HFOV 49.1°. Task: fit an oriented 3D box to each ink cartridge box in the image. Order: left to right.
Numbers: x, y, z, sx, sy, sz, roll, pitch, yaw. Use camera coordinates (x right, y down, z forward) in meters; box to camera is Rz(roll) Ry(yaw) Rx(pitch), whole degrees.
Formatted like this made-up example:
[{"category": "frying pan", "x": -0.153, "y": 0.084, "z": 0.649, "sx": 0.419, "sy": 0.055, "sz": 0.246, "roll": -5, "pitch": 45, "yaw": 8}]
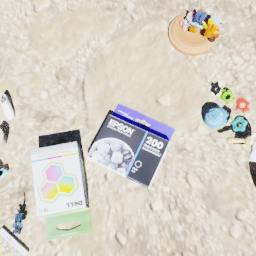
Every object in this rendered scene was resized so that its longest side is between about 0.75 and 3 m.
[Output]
[{"category": "ink cartridge box", "x": -2.025, "y": 1.910, "z": 8.548, "sx": 1.437, "sy": 0.821, "sz": 2.767, "roll": -10, "pitch": 74, "yaw": -3}, {"category": "ink cartridge box", "x": 0.154, "y": 0.479, "z": 9.157, "sx": 2.225, "sy": 0.487, "sz": 2.246, "roll": 24, "pitch": 74, "yaw": 8}]

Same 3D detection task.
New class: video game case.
[{"category": "video game case", "x": -3.773, "y": 3.830, "z": 8.334, "sx": 1.118, "sy": 0.141, "sz": 1.229, "roll": 37, "pitch": 77, "yaw": 10}]

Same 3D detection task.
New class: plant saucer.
[{"category": "plant saucer", "x": 2.420, "y": -3.554, "z": 10.448, "sx": 1.812, "sy": 0.292, "sz": 1.812, "roll": 0, "pitch": 74, "yaw": 0}]

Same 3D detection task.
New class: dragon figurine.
[{"category": "dragon figurine", "x": -3.286, "y": 2.811, "z": 8.363, "sx": 0.285, "sy": 0.969, "sz": 0.482, "roll": 5, "pitch": 43, "yaw": -18}]

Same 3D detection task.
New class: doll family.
[{"category": "doll family", "x": 2.652, "y": -3.708, "z": 9.976, "sx": 1.626, "sy": 0.733, "sz": 1.009, "roll": 25, "pitch": 73, "yaw": 8}]

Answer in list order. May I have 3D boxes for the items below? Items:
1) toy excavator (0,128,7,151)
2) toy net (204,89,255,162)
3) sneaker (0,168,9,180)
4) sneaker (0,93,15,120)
[{"category": "toy excavator", "x": -5.833, "y": 0.262, "z": 8.856, "sx": 2.907, "sy": 1.452, "sz": 2.827, "roll": -40, "pitch": 78, "yaw": -20}, {"category": "toy net", "x": 3.631, "y": 0.012, "z": 8.727, "sx": 1.393, "sy": 0.513, "sz": 2.656, "roll": -49, "pitch": 62, "yaw": 11}, {"category": "sneaker", "x": -4.193, "y": 1.566, "z": 8.903, "sx": 0.304, "sy": 0.337, "sz": 0.822, "roll": 38, "pitch": 77, "yaw": 12}, {"category": "sneaker", "x": -4.151, "y": -0.731, "z": 9.562, "sx": 0.368, "sy": 0.387, "sz": 0.962, "roll": -23, "pitch": 76, "yaw": -8}]
